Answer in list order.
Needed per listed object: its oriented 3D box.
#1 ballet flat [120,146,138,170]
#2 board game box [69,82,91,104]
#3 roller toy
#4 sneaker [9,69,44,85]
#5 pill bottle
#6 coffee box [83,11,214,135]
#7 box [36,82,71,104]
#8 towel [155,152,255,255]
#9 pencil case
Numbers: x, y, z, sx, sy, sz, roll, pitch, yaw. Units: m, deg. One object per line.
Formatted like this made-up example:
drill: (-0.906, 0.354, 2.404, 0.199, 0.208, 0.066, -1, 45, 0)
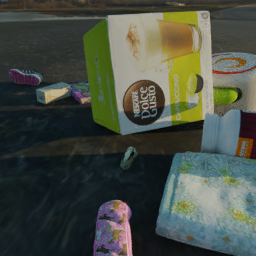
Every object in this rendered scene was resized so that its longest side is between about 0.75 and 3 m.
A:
ballet flat: (0.041, 0.674, 6.990, 0.311, 0.346, 0.918, 8, 27, 15)
board game box: (-1.709, -1.493, 11.533, 1.196, 0.322, 1.993, -8, 27, -26)
roller toy: (3.323, -1.311, 9.335, 2.633, 1.840, 2.402, -19, 33, -14)
sneaker: (-4.668, -2.399, 12.996, 1.746, 0.644, 0.764, 12, 27, 16)
pill bottle: (3.006, 0.280, 6.651, 2.394, 1.352, 1.352, 7, 27, 15)
coffee box: (0.434, -1.549, 8.041, 2.754, 2.781, 2.785, -10, 12, -19)
box: (-2.916, -1.396, 11.063, 0.598, 0.489, 1.259, 21, 33, 36)
towel: (1.823, 1.308, 5.389, 2.183, 0.614, 2.550, 7, 27, 16)
pencil case: (-0.211, 1.797, 4.384, 0.647, 0.619, 1.495, 2, 25, -5)
